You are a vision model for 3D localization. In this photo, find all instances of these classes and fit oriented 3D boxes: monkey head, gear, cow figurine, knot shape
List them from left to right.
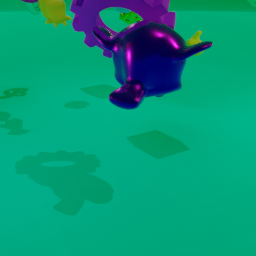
[{"bbox_3d":[-2.982,-4.599,9.844,1.541,0.712,1.442,-43,15,-11],"label":"knot shape"},{"bbox_3d":[-1.834,-2.884,6.865,0.628,1.125,1.144,-17,0,-19],"label":"cow figurine"},{"bbox_3d":[-0.091,-1.889,4.993,1.811,1.811,0.335,6,66,13],"label":"gear"},{"bbox_3d":[0.215,-0.996,4.302,1.950,1.175,1.403,16,36,22],"label":"monkey head"},{"bbox_3d":[2.929,-3.536,11.825,0.789,0.941,1.309,49,32,14],"label":"monkey head"}]

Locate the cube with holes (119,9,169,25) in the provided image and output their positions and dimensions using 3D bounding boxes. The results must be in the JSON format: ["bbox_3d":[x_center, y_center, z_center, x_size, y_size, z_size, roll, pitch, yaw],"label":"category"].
[{"bbox_3d":[0.615,-4.440,10.167,1.244,1.244,1.244,3,-4,42],"label":"cube with holes"}]

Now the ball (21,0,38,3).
[{"bbox_3d":[-2.560,-3.786,7.199,1.053,1.053,1.053,0,25,0],"label":"ball"}]

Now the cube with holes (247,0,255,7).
[{"bbox_3d":[2.863,-3.123,5.441,1.011,1.011,1.011,11,5,-44],"label":"cube with holes"}]

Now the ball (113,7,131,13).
[{"bbox_3d":[-0.129,-3.958,8.484,0.877,0.877,0.877,0,25,0],"label":"ball"}]
